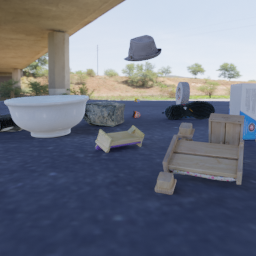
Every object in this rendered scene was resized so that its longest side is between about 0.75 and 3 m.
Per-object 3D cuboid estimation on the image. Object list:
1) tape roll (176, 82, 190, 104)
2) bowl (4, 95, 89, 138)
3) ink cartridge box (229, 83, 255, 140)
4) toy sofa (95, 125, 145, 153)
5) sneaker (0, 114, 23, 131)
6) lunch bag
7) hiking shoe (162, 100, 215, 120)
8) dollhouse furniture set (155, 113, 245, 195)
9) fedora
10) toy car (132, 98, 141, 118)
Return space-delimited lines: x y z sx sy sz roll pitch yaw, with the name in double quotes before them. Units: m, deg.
"tape roll" 5.426 -3.398 27.849 0.789 2.389 2.389 3 7 -6
"bowl" -2.466 -0.377 8.787 2.549 1.146 2.549 -1 11 0
"ink cartridge box" 4.195 -0.493 8.170 2.193 1.601 0.925 1 7 -1
"toy sofa" -0.191 0.323 6.689 1.140 0.556 0.472 -6 35 -43
"sneaker" -4.303 -0.141 9.522 1.902 0.632 0.861 -1 9 18
"lunch bag" -1.120 -0.625 11.696 1.705 1.002 1.398 7 9 13
"hiking shoe" 3.103 -0.949 14.351 2.581 0.960 1.119 -1 8 -4
"dollhouse furniture set" 1.513 0.667 4.348 1.662 0.952 1.949 5 34 23
"fedora" 0.448 -2.767 9.577 1.314 0.671 1.486 -21 28 -14
"toy car" 0.530 -1.086 15.185 0.410 1.232 0.604 12 -12 -9
